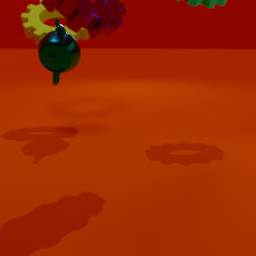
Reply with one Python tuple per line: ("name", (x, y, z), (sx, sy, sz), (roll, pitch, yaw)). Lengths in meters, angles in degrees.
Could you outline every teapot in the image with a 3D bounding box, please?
("teapot", (-1.603, -1.736, 6.410), (1.003, 1.612, 0.789), (11, 32, -2))

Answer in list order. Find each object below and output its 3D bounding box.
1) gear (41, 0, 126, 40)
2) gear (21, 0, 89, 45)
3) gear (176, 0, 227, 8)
("gear", (-0.719, -2.117, 4.134), (0.302, 1.633, 1.633), (-28, -3, 38))
("gear", (-1.894, -2.863, 7.574), (1.813, 0.335, 1.813), (3, 54, -4))
("gear", (1.557, -3.313, 6.489), (1.616, 0.299, 1.616), (6, 48, -6))
